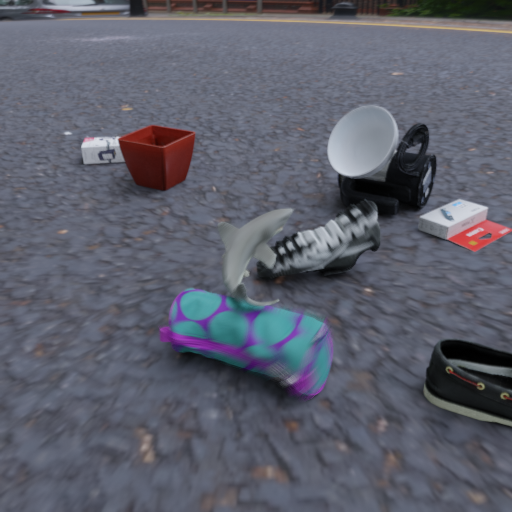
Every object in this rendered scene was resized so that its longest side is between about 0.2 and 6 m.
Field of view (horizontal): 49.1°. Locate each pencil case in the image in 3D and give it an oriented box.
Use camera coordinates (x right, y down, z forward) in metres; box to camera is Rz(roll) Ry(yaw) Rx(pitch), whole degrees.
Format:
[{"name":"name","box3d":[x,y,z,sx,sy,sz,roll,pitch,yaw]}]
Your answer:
[{"name":"pencil case","box3d":[-0.090,0.952,6.430,1.874,0.797,0.866,13,32,23]}]

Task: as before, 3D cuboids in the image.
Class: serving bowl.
[{"name":"serving bowl","box3d":[1.982,-2.003,10.166,1.363,1.363,0.448,28,4,41]}]

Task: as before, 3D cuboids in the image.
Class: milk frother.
[{"name":"milk frother","box3d":[2.394,-1.786,10.491,1.655,1.759,1.588,16,34,27]}]

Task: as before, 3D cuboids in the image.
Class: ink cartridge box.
[{"name":"ink cartridge box","box3d":[-3.504,-2.481,13.145,1.038,0.438,0.751,-4,29,-8]},{"name":"ink cartridge box","box3d":[3.672,-0.566,9.780,1.266,0.283,1.116,-22,34,-34]}]

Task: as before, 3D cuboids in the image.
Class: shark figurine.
[{"name":"shark figurine","box3d":[-0.237,-0.034,6.770,1.060,0.740,1.773,-16,34,27]}]

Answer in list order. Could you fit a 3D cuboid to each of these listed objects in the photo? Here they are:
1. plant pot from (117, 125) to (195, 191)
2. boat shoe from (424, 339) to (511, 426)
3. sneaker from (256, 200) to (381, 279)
[{"name":"plant pot","box3d":[-2.026,-2.007,11.650,1.170,1.031,1.169,15,32,24]},{"name":"boat shoe","box3d":[2.866,1.387,5.806,2.125,0.666,0.778,11,30,16]},{"name":"sneaker","box3d":[1.000,-0.008,8.343,1.988,0.899,0.661,-27,31,5]}]
